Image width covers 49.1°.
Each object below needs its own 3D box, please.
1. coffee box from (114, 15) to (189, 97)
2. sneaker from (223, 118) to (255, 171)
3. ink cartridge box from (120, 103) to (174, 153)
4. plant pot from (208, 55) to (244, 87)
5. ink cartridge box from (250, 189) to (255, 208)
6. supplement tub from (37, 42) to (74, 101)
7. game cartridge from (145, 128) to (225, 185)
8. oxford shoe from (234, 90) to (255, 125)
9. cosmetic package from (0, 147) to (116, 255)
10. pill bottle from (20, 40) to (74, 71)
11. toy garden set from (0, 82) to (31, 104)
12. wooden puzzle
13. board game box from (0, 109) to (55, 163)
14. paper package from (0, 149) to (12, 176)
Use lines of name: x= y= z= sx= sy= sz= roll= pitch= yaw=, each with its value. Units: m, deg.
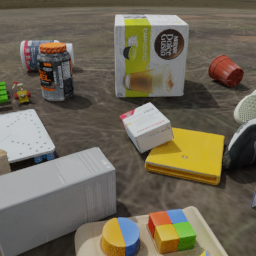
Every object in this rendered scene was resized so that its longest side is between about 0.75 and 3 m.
coffee box: x=0.808 y=-2.969 z=11.244 sx=2.648 sy=2.674 sz=2.678 roll=-1 pitch=28 yaw=-2
sneaker: x=3.469 y=0.340 z=6.757 sx=2.725 sy=1.032 sz=1.193 roll=-27 pitch=42 yaw=-29
ink cartridge box: x=0.471 y=-0.035 z=7.449 sx=0.981 sy=0.557 sz=1.345 roll=-23 pitch=31 yaw=-7
plant pot: x=4.227 y=-2.365 z=11.942 sx=1.150 sy=1.150 sz=1.118 roll=-11 pitch=39 yaw=-19
ink cartridge box: x=3.021 y=1.147 z=5.784 sx=1.352 sy=0.640 sz=0.251 roll=-14 pitch=31 yaw=-24
supplement tub: x=-2.672 y=-2.084 z=10.378 sx=1.206 sy=1.968 sz=1.206 roll=0 pitch=27 yaw=0
game cartridge: x=1.526 y=0.612 z=7.177 sx=1.726 sy=0.318 sz=1.958 roll=10 pitch=28 yaw=18
oxford shoe: x=4.229 y=-0.722 z=9.227 sx=2.649 sy=0.765 sz=0.996 roll=-35 pitch=86 yaw=-34
cosmetic package: x=-1.322 y=1.269 z=5.049 sx=2.143 sy=1.145 sz=0.966 roll=-12 pitch=32 yaw=-25
pill bottle: x=-3.888 y=-3.562 z=13.713 sx=2.359 sy=1.410 sz=1.410 roll=-4 pitch=29 yaw=-7
toy garden set: x=-4.612 y=-1.268 z=10.574 sx=1.673 sy=0.400 sz=2.007 roll=-13 pitch=30 yaw=-20
wooden puzzle: x=0.417 y=2.038 z=4.244 sx=2.306 sy=0.534 sz=2.136 roll=-7 pitch=30 yaw=-13
board game box: x=-3.609 y=0.393 z=7.488 sx=2.721 sy=0.352 sz=2.721 roll=-14 pitch=32 yaw=-24
paper package: x=-2.843 y=1.101 z=5.360 sx=0.603 sy=1.111 sz=1.166 roll=14 pitch=29 yaw=42
